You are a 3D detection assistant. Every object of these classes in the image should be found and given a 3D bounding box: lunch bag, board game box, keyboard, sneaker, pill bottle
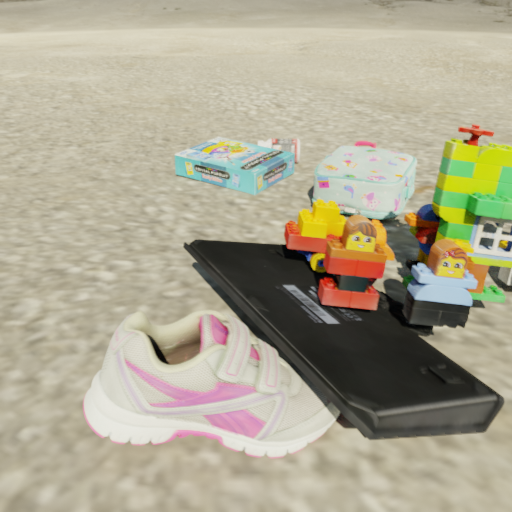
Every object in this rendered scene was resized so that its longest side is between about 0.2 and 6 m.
[{"bbox_3d":[2.232,-1.474,11.182,1.856,0.892,2.315,14,31,20],"label":"lunch bag"},{"bbox_3d":[-0.478,-2.101,12.738,2.191,0.514,1.654,18,33,29],"label":"board game box"},{"bbox_3d":[0.924,0.770,6.863,2.529,0.540,4.212,2,22,-30],"label":"keyboard"},{"bbox_3d":[-0.282,1.182,5.501,2.635,1.162,1.072,6,25,-19],"label":"sneaker"},{"bbox_3d":[0.548,-2.547,13.595,1.010,0.585,0.585,1,27,1],"label":"pill bottle"}]

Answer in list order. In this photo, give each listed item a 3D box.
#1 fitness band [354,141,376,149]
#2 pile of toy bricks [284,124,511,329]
[{"bbox_3d":[2.848,-2.845,14.664,0.553,0.144,0.770,6,30,17],"label":"fitness band"},{"bbox_3d":[2.702,-0.534,7.096,4.415,2.179,2.449,6,17,-4],"label":"pile of toy bricks"}]
